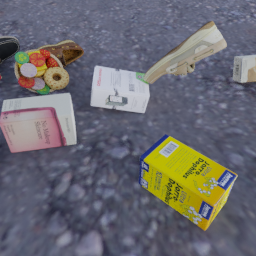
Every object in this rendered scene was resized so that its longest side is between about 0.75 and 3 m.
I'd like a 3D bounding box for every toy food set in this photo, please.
[{"bbox_3d":[-3.177,-2.061,10.145,1.798,0.442,1.816,-24,85,-30],"label":"toy food set"}]

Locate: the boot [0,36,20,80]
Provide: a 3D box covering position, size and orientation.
[{"bbox_3d":[-5.242,-2.403,10.633,2.865,1.048,2.157,-27,48,-21],"label":"boot"}]

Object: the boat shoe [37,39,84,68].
[{"bbox_3d":[-2.874,-2.813,11.168,0.876,0.934,2.594,29,47,30],"label":"boat shoe"}]

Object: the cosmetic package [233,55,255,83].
[{"bbox_3d":[4.928,-2.252,10.467,1.795,0.944,0.638,-7,20,-5],"label":"cosmetic package"}]

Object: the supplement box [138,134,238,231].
[{"bbox_3d":[1.342,1.233,6.706,1.993,1.085,1.091,31,51,29],"label":"supplement box"}]

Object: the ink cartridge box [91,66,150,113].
[{"bbox_3d":[-0.285,-1.310,9.450,1.843,0.774,1.341,8,43,-8],"label":"ink cartridge box"}]

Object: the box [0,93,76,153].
[{"bbox_3d":[-2.520,-0.150,8.100,1.901,1.215,1.036,-8,43,-8],"label":"box"}]

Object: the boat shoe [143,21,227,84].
[{"bbox_3d":[1.592,-1.980,8.425,0.919,2.828,1.020,52,44,-8],"label":"boat shoe"}]
